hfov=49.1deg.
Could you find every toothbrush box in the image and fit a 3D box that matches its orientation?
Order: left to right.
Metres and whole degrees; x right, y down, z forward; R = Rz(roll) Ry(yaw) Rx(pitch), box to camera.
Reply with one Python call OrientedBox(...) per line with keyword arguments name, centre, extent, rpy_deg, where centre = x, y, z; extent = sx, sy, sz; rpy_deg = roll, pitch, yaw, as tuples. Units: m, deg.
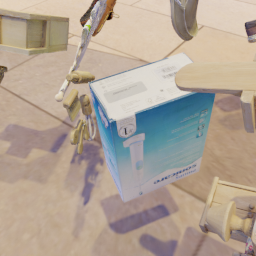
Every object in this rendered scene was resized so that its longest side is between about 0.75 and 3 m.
OrientedBox(name="toothbrush box", centre=(0.383, 0.090, 4.453), extent=(1.532, 2.093, 0.893), rpy_deg=(-21, 49, -11))

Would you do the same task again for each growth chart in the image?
OrientedBox(name="growth chart", centre=(-0.832, -1.784, 5.569), extent=(0.216, 2.432, 1.760), rpy_deg=(24, 32, -11))

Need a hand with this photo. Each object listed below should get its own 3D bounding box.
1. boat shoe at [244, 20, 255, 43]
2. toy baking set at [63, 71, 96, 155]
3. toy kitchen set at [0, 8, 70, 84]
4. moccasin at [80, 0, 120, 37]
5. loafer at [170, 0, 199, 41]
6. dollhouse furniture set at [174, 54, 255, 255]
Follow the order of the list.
OrientedBox(name="boat shoe", centre=(3.838, -2.820, 6.993), extent=(1.942, 0.629, 0.699), rpy_deg=(-28, 17, 5))
OrientedBox(name="toy baking set", centre=(-0.836, -0.346, 5.283), extent=(0.224, 1.476, 1.923), rpy_deg=(5, 15, 10))
OrientedBox(name="toy kitchen set", centre=(-2.550, -1.769, 6.092), extent=(1.895, 1.546, 1.710), rpy_deg=(14, 21, 10))
OrientedBox(name="moccasin", centre=(-0.631, -3.068, 7.403), extent=(0.623, 0.658, 1.704), rpy_deg=(-5, 48, 32))
OrientedBox(name="loafer", centre=(1.487, -3.182, 7.107), extent=(0.715, 2.095, 0.793), rpy_deg=(9, 51, 37))
OrientedBox(name="dollhouse furniture set", centre=(1.175, 0.755, 3.060), extent=(1.252, 2.829, 1.466), rpy_deg=(8, 56, 34))
